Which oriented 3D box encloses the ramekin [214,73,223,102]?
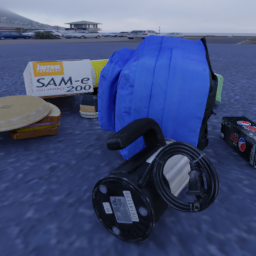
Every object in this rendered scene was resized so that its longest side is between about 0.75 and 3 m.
[{"bbox_3d":[2.398,-1.477,9.603,1.722,0.841,1.722,12,7,-1],"label":"ramekin"}]

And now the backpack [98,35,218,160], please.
[{"bbox_3d":[0.537,-0.520,5.774,2.355,2.281,2.807,2,30,4],"label":"backpack"}]

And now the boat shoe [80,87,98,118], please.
[{"bbox_3d":[-0.777,-0.993,9.156,0.910,0.759,2.439,6,20,22],"label":"boat shoe"}]

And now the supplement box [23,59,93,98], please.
[{"bbox_3d":[-2.456,-1.566,9.444,1.805,1.053,2.864,-9,8,-22],"label":"supplement box"}]

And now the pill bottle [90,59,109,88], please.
[{"bbox_3d":[-1.179,-2.195,11.708,2.239,1.259,1.259,-14,24,-34],"label":"pill bottle"}]

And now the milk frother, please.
[{"bbox_3d":[0.549,0.625,3.744,1.551,1.400,1.459,10,23,30],"label":"milk frother"}]

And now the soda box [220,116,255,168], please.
[{"bbox_3d":[2.609,0.241,6.061,0.597,0.534,1.688,0,21,-5],"label":"soda box"}]

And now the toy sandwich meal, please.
[{"bbox_3d":[-2.826,-0.180,6.875,2.273,0.778,2.273,-3,25,1],"label":"toy sandwich meal"}]
